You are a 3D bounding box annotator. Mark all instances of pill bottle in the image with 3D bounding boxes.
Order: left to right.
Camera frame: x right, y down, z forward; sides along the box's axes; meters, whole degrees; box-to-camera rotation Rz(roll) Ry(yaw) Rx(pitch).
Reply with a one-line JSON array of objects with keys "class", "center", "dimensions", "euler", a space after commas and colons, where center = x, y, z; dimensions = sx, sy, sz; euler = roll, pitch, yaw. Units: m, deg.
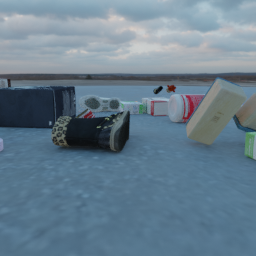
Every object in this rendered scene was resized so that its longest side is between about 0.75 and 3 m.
[{"class": "pill bottle", "center": [2.681, -0.799, 11.190], "dimensions": [1.956, 1.098, 1.098], "euler": [-2, 11, -12]}]

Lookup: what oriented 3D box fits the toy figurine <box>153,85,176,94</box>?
[{"class": "toy figurine", "center": [2.200, -1.864, 16.439], "dimensions": [1.290, 1.270, 0.898], "euler": [-10, -3, -17]}]

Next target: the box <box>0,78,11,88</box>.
[{"class": "box", "center": [-5.941, -1.098, 10.964], "dimensions": [2.121, 1.742, 1.760], "euler": [1, 11, 5]}]

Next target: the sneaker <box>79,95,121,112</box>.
[{"class": "sneaker", "center": [-1.501, -1.218, 14.554], "dimensions": [2.210, 0.861, 1.098], "euler": [5, 1, -22]}]

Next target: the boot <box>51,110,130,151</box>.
[{"class": "boot", "center": [-0.879, 0.008, 7.677], "dimensions": [1.791, 0.870, 2.379], "euler": [2, 17, 6]}]

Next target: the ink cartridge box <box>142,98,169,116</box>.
[{"class": "ink cartridge box", "center": [1.498, -1.052, 13.542], "dimensions": [1.216, 0.706, 1.685], "euler": [-3, 11, -16]}]

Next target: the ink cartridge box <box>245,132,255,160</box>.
[{"class": "ink cartridge box", "center": [3.323, 0.500, 5.708], "dimensions": [0.985, 0.566, 1.683], "euler": [-2, 11, -13]}]

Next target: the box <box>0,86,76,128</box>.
[{"class": "box", "center": [-3.477, -0.887, 10.834], "dimensions": [2.321, 1.439, 2.282], "euler": [1, 13, 7]}]

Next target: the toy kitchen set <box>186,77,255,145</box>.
[{"class": "toy kitchen set", "center": [3.191, -0.589, 7.969], "dimensions": [2.826, 1.665, 2.264], "euler": [18, 38, -11]}]

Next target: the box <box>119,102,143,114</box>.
[{"class": "box", "center": [0.142, -0.984, 13.722], "dimensions": [0.964, 0.528, 1.093], "euler": [0, 12, -12]}]

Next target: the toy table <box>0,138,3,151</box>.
[{"class": "toy table", "center": [-4.352, -0.116, 6.688], "dimensions": [2.461, 1.441, 2.262], "euler": [-4, 11, -15]}]

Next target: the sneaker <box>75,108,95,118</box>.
[{"class": "sneaker", "center": [-1.701, -0.355, 10.970], "dimensions": [0.908, 0.511, 0.324], "euler": [-29, 28, 29]}]
